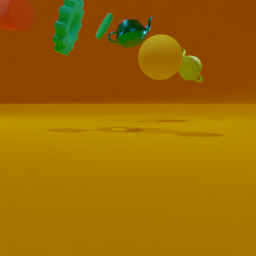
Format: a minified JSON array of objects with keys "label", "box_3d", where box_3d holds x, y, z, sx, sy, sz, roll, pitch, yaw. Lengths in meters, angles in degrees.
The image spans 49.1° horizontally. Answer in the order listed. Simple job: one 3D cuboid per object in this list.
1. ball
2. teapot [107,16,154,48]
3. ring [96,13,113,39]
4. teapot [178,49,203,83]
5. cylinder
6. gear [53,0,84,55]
[{"label":"ball","box_3d":[0.775,-1.698,6.751,1.052,1.052,1.052,0,5,0]},{"label":"teapot","box_3d":[0.151,-3.963,11.464,2.080,1.018,1.293,-16,-5,10]},{"label":"ring","box_3d":[-0.926,-4.003,11.016,0.220,1.102,1.102,28,-4,-20]},{"label":"teapot","box_3d":[2.738,-2.718,12.317,0.848,1.733,1.077,-28,-7,-33]},{"label":"cylinder","box_3d":[-3.175,-3.150,7.750,0.848,0.848,0.848,16,13,32]},{"label":"gear","box_3d":[-1.683,-2.926,8.012,0.300,1.621,1.621,19,5,-2]}]
